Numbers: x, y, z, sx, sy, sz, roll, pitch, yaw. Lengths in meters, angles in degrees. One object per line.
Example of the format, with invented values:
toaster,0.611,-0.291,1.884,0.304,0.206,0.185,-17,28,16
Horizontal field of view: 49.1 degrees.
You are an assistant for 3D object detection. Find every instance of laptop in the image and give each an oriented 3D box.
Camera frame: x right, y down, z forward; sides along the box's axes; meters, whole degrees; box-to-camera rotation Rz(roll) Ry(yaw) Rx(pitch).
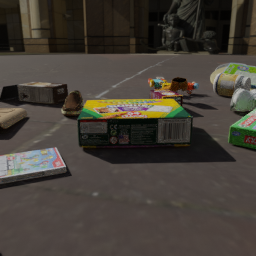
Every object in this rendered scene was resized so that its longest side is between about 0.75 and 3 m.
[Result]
laptop,-4.599,-1.394,10.668,1.012,0.586,0.947,11,20,31

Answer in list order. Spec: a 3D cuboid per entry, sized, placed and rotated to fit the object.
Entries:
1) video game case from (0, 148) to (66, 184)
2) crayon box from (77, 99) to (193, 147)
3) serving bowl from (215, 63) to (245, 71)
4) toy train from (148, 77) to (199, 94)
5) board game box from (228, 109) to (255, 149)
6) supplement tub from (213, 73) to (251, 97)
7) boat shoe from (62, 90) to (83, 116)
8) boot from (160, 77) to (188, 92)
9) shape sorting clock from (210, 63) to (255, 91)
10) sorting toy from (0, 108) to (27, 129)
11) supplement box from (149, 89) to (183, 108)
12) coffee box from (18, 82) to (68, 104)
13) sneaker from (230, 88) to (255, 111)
video game case,-1.874,0.654,4.928,1.384,0.121,0.990,-7,19,-22
crayon box,0.108,-0.201,6.673,2.364,0.689,2.039,-1,17,-3
serving bowl,5.272,-2.560,13.916,1.830,0.602,1.830,-6,39,4
toy train,1.847,-1.724,11.866,2.025,0.563,1.521,18,23,37
board game box,3.816,-0.016,6.540,1.970,0.426,2.928,12,21,36
supplement tub,4.133,-1.691,11.114,1.223,0.883,0.883,15,23,39
boat shoe,-1.754,-0.842,8.829,0.625,0.626,1.693,-2,18,-5
boot,1.605,-1.540,10.098,1.092,0.384,0.782,-7,-22,15
shape sorting clock,5.215,-2.252,12.799,2.801,0.550,2.801,-3,36,2
sorting toy,-3.908,-0.157,7.052,1.957,0.390,2.648,4,14,-3
supplement box,1.220,-0.901,9.167,0.687,0.533,1.245,-5,18,-15
coffee box,-3.106,-1.303,10.297,1.569,0.625,0.897,7,19,20
sneaker,3.972,-0.867,8.872,1.928,0.718,0.840,-13,26,-34
